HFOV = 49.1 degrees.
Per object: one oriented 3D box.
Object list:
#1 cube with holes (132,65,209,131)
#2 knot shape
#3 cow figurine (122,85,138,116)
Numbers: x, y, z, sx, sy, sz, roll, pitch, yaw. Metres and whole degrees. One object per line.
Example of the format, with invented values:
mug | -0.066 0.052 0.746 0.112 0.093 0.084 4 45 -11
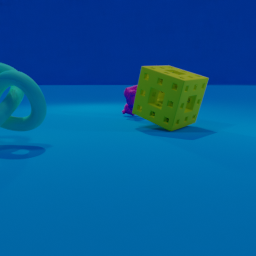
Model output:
cube with holes | 1.151 -0.884 7.708 1.333 1.333 1.333 27 27 34
knot shape | -2.451 -0.515 5.581 1.765 1.886 0.872 0 -14 15
cow figurine | 0.112 -0.968 10.070 1.122 1.141 0.626 -7 40 37
